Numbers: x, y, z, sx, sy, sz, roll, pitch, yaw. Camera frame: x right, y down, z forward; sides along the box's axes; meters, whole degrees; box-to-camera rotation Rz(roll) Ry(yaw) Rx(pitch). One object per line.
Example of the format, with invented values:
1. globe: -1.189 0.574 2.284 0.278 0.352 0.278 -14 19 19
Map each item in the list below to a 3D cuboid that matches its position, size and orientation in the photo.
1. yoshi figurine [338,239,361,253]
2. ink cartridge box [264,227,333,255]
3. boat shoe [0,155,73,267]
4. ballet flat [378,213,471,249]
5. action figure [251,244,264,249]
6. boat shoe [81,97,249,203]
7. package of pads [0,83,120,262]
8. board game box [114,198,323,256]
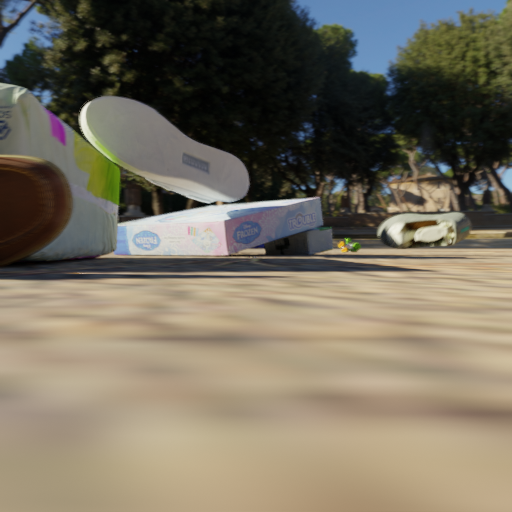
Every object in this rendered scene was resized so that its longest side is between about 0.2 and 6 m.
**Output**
1. yoshi figurine: 2.650 -0.255 15.614 0.718 0.404 0.402 3 15 -46
2. ink cartridge box: 0.819 -0.293 11.067 1.131 0.470 0.829 1 9 43
3. boat shoe: -1.946 -0.180 3.032 1.840 0.662 0.621 -6 6 4
4. ballet flat: 2.792 -0.417 9.785 0.591 0.625 1.856 -26 13 -40
5. action figure: 0.069 -0.361 15.216 2.569 0.664 0.841 -3 3 9
6. boat shoe: -1.479 -1.547 8.849 2.946 1.061 1.009 13 -17 -40
7. package of pads: -3.414 -0.656 5.853 3.313 1.462 4.288 1 0 -4
8. board game box: -0.689 -0.548 10.326 2.804 0.611 2.818 -1 11 39
